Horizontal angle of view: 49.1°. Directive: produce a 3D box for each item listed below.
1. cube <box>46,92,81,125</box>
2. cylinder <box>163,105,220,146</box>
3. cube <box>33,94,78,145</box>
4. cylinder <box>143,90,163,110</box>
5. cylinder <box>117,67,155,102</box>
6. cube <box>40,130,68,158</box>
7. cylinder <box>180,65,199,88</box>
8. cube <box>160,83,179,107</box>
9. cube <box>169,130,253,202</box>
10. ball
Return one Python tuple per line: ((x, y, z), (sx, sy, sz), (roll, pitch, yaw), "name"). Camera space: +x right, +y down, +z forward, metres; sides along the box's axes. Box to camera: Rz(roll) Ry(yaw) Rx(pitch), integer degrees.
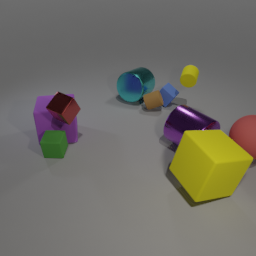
((-2.119, -0.649, 9.236), (0.700, 0.700, 0.700), (23, 69, 23), "cube")
((2.188, 0.093, 9.658), (1.400, 1.400, 1.400), (-24, 42, -34), "cylinder")
((-2.675, -0.341, 10.581), (1.400, 1.400, 1.400), (-5, 32, -8), "cube")
((1.129, -1.241, 12.420), (0.700, 0.700, 0.700), (-18, 27, 18), "cylinder")
((0.389, -2.070, 13.253), (1.400, 1.400, 1.400), (16, 27, 24), "cylinder")
((-2.544, 0.558, 9.700), (0.700, 0.700, 0.700), (1, 38, 4), "cube")
((2.619, -2.199, 11.927), (0.700, 0.700, 0.700), (10, 47, 16), "cylinder")
((1.801, -1.533, 12.933), (0.700, 0.700, 0.700), (43, 41, 4), "cube")
((2.268, 1.007, 7.875), (1.400, 1.400, 1.400), (-1, 34, -28), "cube")
((3.917, 0.285, 8.810), (1.400, 1.400, 1.400), (0, 31, 0), "ball")
